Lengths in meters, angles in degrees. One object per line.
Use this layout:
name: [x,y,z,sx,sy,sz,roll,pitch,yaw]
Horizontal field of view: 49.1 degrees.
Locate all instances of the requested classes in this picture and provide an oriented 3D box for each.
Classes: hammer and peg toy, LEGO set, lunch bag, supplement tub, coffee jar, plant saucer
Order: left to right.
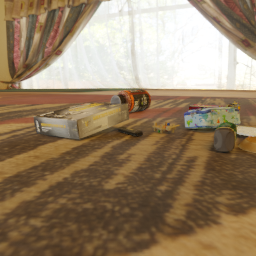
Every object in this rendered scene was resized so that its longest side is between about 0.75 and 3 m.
supplement tub: [0.149,-1.571,16.393,1.293,1.293,2.417,10,14,44]
hammer and peg toy: [1.434,0.014,10.433,0.712,0.341,0.968,-3,11,-25]
lunch bag: [3.290,-0.398,11.130,1.912,0.788,1.537,-4,0,-21]
coffee jar: [2.845,0.254,8.152,0.568,0.695,1.332,2,9,23]
LEGO set: [5.680,-1.167,15.665,0.992,0.747,1.290,-1,11,-5]
plant saucer: [4.003,0.471,8.179,1.440,0.255,1.440,0,10,0]

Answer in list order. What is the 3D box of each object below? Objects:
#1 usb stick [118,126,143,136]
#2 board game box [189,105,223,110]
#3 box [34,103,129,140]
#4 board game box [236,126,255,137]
usb stick: [0.069,0.118,10.236,0.342,0.201,1.234,-7,13,-35]
board game box: [4.916,-1.283,17.697,1.888,0.305,1.133,5,8,28]
box: [-1.686,-0.376,10.640,2.269,0.693,2.865,5,17,36]
board game box: [4.230,0.159,10.051,1.443,0.187,1.443,-8,13,-38]
